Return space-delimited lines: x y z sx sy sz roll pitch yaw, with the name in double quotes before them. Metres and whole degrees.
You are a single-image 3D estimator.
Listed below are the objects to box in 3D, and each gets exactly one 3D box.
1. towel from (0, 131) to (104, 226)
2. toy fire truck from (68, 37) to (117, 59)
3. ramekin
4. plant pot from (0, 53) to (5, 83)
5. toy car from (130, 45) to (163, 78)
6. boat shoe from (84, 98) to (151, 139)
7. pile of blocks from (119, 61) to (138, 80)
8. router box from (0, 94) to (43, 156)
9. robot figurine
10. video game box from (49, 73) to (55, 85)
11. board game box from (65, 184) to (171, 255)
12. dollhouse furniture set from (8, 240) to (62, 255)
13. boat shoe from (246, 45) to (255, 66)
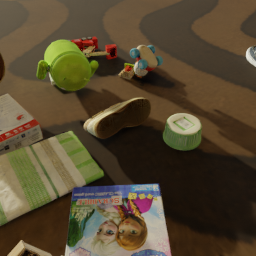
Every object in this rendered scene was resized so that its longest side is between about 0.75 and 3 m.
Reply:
"towel" -2.214 1.147 7.115 2.660 0.408 1.984 -21 47 -26
"toy fire truck" -1.701 -3.465 12.339 2.150 0.524 1.516 -14 42 -16
"ramekin" 1.601 0.070 8.157 1.125 0.550 1.125 0 40 0
"plant pot" -5.756 -1.966 9.474 2.193 2.050 2.050 -18 34 25
"toy car" 0.503 -2.407 10.557 1.053 1.143 1.011 -23 75 -39
"boat shoe" -0.253 -0.378 8.482 2.373 0.856 0.771 -28 28 -38
"pile of blocks" 0.337 -2.545 11.246 1.741 0.541 0.715 -31 49 -32
"router box" -4.075 0.100 8.093 2.380 0.581 2.136 -31 49 -31
"robot figurine" -2.152 -2.232 9.948 2.086 1.376 2.378 -5 38 -27
"video game box" -2.644 -2.008 10.884 0.755 0.194 0.829 -14 43 -13
"board game box" -0.216 2.114 5.852 2.032 0.418 2.028 -3 40 -3
"dollhouse furniture set" -1.490 2.603 4.655 1.161 0.823 1.264 -49 40 -8
"boat shoe" 5.633 -2.979 11.245 0.931 1.194 2.631 -1 40 -2
